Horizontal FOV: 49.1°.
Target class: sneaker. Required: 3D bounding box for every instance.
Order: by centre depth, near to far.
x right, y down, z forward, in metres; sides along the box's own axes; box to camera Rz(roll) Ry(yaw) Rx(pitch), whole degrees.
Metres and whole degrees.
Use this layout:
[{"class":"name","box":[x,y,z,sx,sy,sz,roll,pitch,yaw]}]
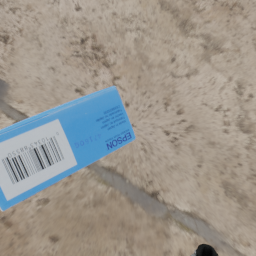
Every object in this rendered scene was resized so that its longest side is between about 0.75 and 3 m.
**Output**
[{"class":"sneaker","box":[1.035,2.159,4.031,0.691,1.842,1.063,9,84,-1]}]

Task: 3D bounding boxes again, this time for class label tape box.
[{"class":"label tape box","box":[-1.513,0.249,4.731,2.035,2.840,0.939,-28,99,-30]}]
